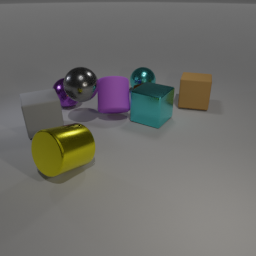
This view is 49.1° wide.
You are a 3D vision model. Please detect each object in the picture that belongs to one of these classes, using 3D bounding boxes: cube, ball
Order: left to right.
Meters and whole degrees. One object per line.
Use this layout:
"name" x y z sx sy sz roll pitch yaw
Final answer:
"cube" -3.413 -0.603 11.143 1.400 1.400 1.400 -13 30 -18
"ball" -2.901 -1.686 13.314 1.400 1.400 1.400 0 28 0
"ball" -1.877 -1.742 11.247 1.400 1.400 1.400 0 28 0
"ball" 0.793 -2.556 15.020 1.400 1.400 1.400 0 28 0
"cube" 1.039 -1.022 12.014 1.400 1.400 1.400 17 33 27
"cube" 3.223 -1.800 13.460 1.400 1.400 1.400 7 26 13

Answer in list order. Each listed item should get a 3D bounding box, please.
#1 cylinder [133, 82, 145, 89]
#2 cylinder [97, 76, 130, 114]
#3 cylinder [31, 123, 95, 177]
"cylinder" 0.698 -1.787 13.384 0.700 0.700 0.700 -11 23 21
"cylinder" -0.634 -1.423 12.303 1.400 1.400 1.400 -3 -6 0
"cylinder" -1.963 0.629 8.595 1.400 1.400 1.400 18 19 31
